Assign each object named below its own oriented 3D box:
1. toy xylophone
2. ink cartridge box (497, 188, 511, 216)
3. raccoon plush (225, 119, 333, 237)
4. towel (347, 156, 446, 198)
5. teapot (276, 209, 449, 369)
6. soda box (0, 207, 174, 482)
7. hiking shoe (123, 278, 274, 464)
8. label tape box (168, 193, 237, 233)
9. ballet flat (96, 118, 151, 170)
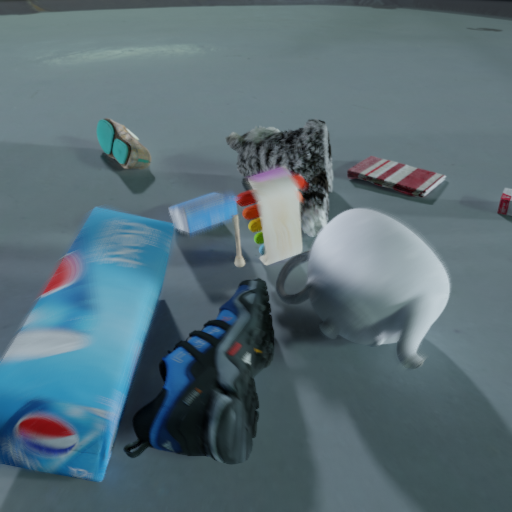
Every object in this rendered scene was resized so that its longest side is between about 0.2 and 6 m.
[{"bbox_3d":[0.187,-0.530,9.203,1.342,1.833,0.461,-13,40,-18],"label":"toy xylophone"},{"bbox_3d":[5.444,-1.048,11.443,0.849,0.354,0.617,16,35,25],"label":"ink cartridge box"},{"bbox_3d":[0.352,-1.740,11.600,2.256,1.629,3.367,-3,32,13],"label":"raccoon plush"},{"bbox_3d":[3.219,-1.846,12.924,1.906,0.217,1.373,22,35,29],"label":"towel"},{"bbox_3d":[1.407,0.483,7.680,2.094,2.122,1.550,43,76,6],"label":"teapot"},{"bbox_3d":[-2.028,0.840,7.155,1.262,1.194,3.721,13,32,-6],"label":"soda box"},{"bbox_3d":[-0.544,1.184,7.022,1.332,1.143,3.073,-2,25,12],"label":"hiking shoe"},{"bbox_3d":[-0.935,-0.800,10.457,1.003,0.463,1.400,-21,19,-20],"label":"label tape box"},{"bbox_3d":[-3.279,-2.739,13.998,0.834,0.844,2.481,4,30,-36],"label":"ballet flat"}]
